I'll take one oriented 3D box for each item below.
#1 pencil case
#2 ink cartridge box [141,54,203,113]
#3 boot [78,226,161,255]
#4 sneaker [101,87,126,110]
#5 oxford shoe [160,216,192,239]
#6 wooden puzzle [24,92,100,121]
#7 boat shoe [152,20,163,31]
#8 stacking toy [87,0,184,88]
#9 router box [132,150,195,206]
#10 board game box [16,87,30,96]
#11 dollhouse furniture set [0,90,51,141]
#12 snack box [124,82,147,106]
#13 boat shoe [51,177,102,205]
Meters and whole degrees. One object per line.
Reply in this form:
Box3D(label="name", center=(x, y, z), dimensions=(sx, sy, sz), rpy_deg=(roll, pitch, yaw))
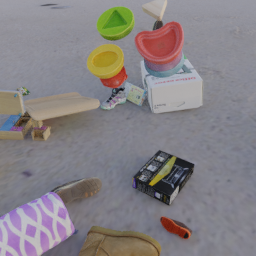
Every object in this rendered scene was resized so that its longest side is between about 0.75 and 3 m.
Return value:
Box3D(label="pencil case", center=(-2.560, 2.441, 5.963), dimensions=(2.867, 1.203, 1.226), rpy_deg=(-23, 6, -34))
Box3D(label="ink cartridge box", center=(1.836, -2.021, 12.276), dimensions=(2.154, 1.241, 2.952), rpy_deg=(-9, 35, -1))
Box3D(label="boot", center=(-0.453, 3.045, 5.520), dimensions=(1.834, 0.692, 2.094), rpy_deg=(0, 31, 23))
Box3D(label="sneaker", center=(-0.630, -1.373, 11.784), dimensions=(0.514, 0.924, 1.321), rpy_deg=(28, 43, 35))
Box3D(label="oxford shoe", center=(1.171, 2.405, 6.840), dimensions=(0.832, 0.296, 0.302), rpy_deg=(26, 19, 31))
Box3D(label="wooden puzzle", center=(-2.682, -0.841, 10.935), dimensions=(2.494, 0.502, 2.696), rpy_deg=(-14, 20, -24))
Box3D(label="boat shoe", center=(0.962, -2.790, 8.566), dimensions=(0.434, 1.185, 0.384), rpy_deg=(9, -11, -24))
Box3D(label="stacking toy", center=(0.219, -1.906, 6.585), dimensions=(2.155, 0.910, 1.951), rpy_deg=(-8, 63, 12))
Box3D(label="router box", center=(1.049, 1.382, 8.164), dimensions=(1.223, 0.406, 1.556), rpy_deg=(22, 40, 29))
Box3D(label="board game box", center=(-4.880, -1.712, 13.045), dimensions=(0.406, 0.091, 0.775), rpy_deg=(-21, 39, -30))
Box3D(label="dollhouse furniture set", center=(-3.808, -0.806, 9.910), dimensions=(1.976, 2.093, 1.366), rpy_deg=(2, 35, 3))
Box3D(label="snack box", center=(0.249, -1.496, 12.187), dimensions=(1.174, 0.682, 0.218), rpy_deg=(32, 16, 38))
Box3D(label="boat shoe", center=(-1.436, 1.626, 7.648), dimensions=(1.506, 0.561, 0.552), rpy_deg=(-8, 15, -35))
